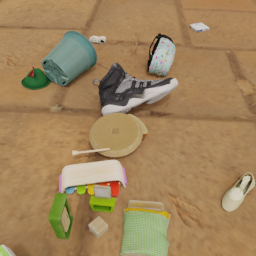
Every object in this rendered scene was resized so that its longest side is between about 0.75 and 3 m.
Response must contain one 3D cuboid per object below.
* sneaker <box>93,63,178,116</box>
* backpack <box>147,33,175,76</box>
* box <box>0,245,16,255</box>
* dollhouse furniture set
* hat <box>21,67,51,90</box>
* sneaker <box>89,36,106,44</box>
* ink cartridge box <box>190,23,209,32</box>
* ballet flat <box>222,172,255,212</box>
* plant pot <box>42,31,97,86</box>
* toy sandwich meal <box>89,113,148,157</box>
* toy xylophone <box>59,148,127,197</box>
[{"bbox_3d":[0.232,-1.590,9.837,2.936,1.108,1.671,-22,83,-10],"label":"sneaker"},{"bbox_3d":[1.408,-2.991,11.862,1.061,1.398,1.676,14,50,9],"label":"backpack"},{"bbox_3d":[-2.593,3.795,4.629,2.069,0.521,2.866,36,65,23],"label":"box"},{"bbox_3d":[-0.333,2.103,6.531,2.726,1.053,1.363,4,44,4],"label":"dollhouse furniture set"},{"bbox_3d":[-3.722,-2.326,11.149,1.403,1.235,1.162,25,49,25],"label":"hat"},{"bbox_3d":[-1.527,-4.393,14.057,0.871,0.330,0.401,-7,47,-5],"label":"sneaker"},{"bbox_3d":[3.909,-5.520,15.365,0.797,0.162,0.799,-15,45,-15],"label":"ink cartridge box"},{"bbox_3d":[2.961,1.651,7.464,0.474,0.474,1.363,33,52,30],"label":"ballet flat"},{"bbox_3d":[-2.438,-2.714,11.370,1.749,1.749,1.713,21,55,21],"label":"plant pot"},{"bbox_3d":[-0.328,0.241,8.909,1.846,0.632,1.846,-2,54,2],"label":"toy sandwich meal"},{"bbox_3d":[-0.983,1.237,7.855,1.925,0.484,1.410,0,45,-1],"label":"toy xylophone"}]
